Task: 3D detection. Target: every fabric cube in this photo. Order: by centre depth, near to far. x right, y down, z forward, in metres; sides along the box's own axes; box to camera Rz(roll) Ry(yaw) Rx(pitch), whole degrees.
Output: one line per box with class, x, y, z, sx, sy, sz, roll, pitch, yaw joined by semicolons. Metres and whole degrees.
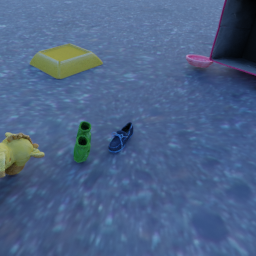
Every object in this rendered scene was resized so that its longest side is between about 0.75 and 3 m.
fabric cube;4.792;-3.251;9.687;2.478;2.486;2.439;-13;33;-38

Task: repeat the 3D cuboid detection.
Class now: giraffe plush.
giraffe plush;-2.576;0.561;5.669;1.444;1.674;1.357;55;25;9

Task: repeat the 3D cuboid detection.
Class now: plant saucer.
plant saucer;2.715;-2.545;10.689;1.050;0.266;1.050;7;27;-3
plant saucer;-2.469;-2.776;11.093;2.167;0.525;2.167;-30;45;-36

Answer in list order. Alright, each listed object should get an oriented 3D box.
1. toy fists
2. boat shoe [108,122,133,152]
toy fists;-1.045;0.349;6.540;0.380;0.564;1.106;13;33;-12
boat shoe;-0.200;0.190;6.927;0.439;0.358;1.044;12;36;17
